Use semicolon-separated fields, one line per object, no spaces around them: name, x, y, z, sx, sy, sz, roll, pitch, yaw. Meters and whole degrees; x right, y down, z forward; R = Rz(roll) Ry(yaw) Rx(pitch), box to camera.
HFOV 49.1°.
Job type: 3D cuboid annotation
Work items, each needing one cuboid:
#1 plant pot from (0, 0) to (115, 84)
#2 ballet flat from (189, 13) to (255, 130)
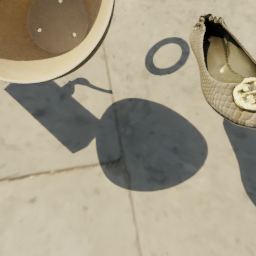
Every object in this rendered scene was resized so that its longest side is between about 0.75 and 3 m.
plant pot;-1.397;-1.956;4.626;2.537;1.703;2.537;0;95;3
ballet flat;1.542;-1.084;4.383;0.947;0.652;2.811;-6;44;2
